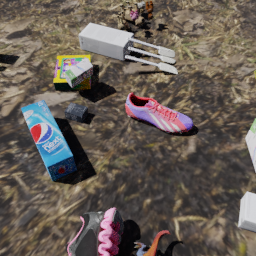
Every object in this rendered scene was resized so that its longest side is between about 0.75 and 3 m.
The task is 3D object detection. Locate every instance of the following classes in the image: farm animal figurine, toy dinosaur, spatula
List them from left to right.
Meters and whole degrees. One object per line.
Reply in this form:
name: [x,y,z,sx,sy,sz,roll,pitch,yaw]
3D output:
farm animal figurine: [0.254,-5.875,14.831,2.238,1.167,2.213,-25,43,-10]
toy dinosaur: [0.349,3.467,7.169,0.857,1.481,1.632,29,100,3]
spatula: [1.080,-3.371,12.909,2.520,0.202,1.752,12,56,-14]

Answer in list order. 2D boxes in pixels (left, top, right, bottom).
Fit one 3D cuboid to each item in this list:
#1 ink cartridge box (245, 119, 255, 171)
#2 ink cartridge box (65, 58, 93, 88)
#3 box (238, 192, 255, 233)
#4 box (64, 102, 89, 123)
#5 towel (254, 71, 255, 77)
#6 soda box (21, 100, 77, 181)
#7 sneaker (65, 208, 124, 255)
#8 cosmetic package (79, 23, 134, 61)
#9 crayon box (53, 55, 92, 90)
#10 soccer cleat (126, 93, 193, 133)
ink cartridge box: [4.662,0.823,9.318,0.700,1.218,2.079,0,51,1]
ink cartridge box: [-1.967,-2.222,11.363,1.085,0.785,0.455,-37,83,-16]
box: [3.883,2.558,8.317,0.965,0.630,0.960,15,53,12]
box: [-2.015,-0.604,10.991,0.752,0.403,0.558,17,53,13]
towel: [5.930,-2.205,12.475,0.425,0.089,0.988,3,52,4]
soda box: [-2.810,0.361,9.852,0.917,0.970,2.859,-24,56,-18]
sneaker: [-1.077,3.537,7.404,1.418,1.174,2.972,-1,46,19]
cosmetic package: [-1.030,-4.194,13.570,2.374,0.846,1.204,19,54,15]
crayon box: [-2.410,-2.476,12.407,1.527,0.516,1.770,-2,53,-3]
soccer cleat: [1.153,-0.567,10.566,2.677,1.023,0.893,19,54,15]
